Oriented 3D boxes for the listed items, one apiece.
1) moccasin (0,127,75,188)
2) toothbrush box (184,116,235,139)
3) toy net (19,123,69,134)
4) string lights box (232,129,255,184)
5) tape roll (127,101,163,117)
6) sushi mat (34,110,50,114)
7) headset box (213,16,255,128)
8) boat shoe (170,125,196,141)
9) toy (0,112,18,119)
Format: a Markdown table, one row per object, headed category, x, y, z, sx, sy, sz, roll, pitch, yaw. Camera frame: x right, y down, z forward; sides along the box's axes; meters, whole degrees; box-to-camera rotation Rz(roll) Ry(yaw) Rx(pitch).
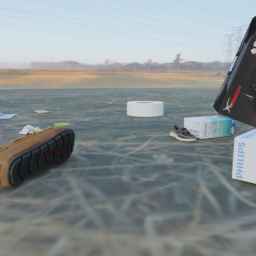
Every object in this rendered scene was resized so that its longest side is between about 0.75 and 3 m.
| category | x | y | z | sx | sy | sz | roll | pitch | yaw |
| --- | --- | --- | --- | --- | --- | --- | --- | --- | --- |
| moccasin | -1.356 | 0.339 | 4.077 | 0.664 | 0.629 | 1.721 | 13 | 23 | 20 |
| toothbrush box | 1.908 | -0.032 | 6.600 | 0.964 | 0.411 | 0.706 | -5 | 11 | -21 |
| toy net | -2.056 | -0.002 | 6.953 | 1.201 | 0.232 | 0.630 | -1 | 10 | -6 |
| string lights box | 2.398 | 0.442 | 3.290 | 1.976 | 0.582 | 1.015 | 9 | 14 | 41 |
| tape roll | 0.637 | -0.723 | 10.398 | 1.361 | 0.476 | 1.361 | 0 | 10 | 0 |
| sushi mat | -3.448 | -0.650 | 11.230 | 0.397 | 0.050 | 0.831 | -7 | 12 | -34 |
| headset box | 2.943 | -0.682 | 4.751 | 2.369 | 1.763 | 0.915 | 23 | 16 | 6 |
| boat shoe | 1.193 | 0.111 | 6.149 | 0.298 | 0.269 | 0.829 | -1 | 10 | -21 |
| toy | -5.085 | -0.616 | 9.760 | 2.087 | 0.493 | 1.202 | -1 | 10 | -6 |
